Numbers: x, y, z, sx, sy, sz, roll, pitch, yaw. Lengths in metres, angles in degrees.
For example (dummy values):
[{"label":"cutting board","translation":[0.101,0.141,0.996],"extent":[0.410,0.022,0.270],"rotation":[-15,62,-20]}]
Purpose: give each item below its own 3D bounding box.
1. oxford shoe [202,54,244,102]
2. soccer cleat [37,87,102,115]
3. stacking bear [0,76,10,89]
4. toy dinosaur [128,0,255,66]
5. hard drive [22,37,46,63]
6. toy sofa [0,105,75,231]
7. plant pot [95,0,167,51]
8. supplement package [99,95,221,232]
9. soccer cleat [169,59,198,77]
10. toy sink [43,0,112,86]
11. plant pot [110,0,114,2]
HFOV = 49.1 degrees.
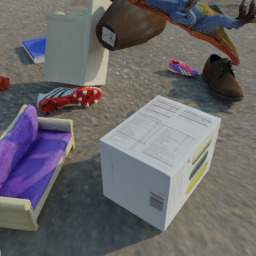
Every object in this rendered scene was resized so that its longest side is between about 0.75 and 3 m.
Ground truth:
[{"label":"oxford shoe","translation":[3.228,-1.804,9.662],"extent":[0.943,1.095,2.594],"rotation":[-4,39,-9]},{"label":"soccer cleat","translation":[-1.871,-1.021,8.954],"extent":[2.059,0.707,0.877],"rotation":[-16,44,-13]},{"label":"stacking bear","translation":[-4.762,-1.697,9.908],"extent":[1.165,0.707,0.662],"rotation":[15,-1,8]},{"label":"toy dinosaur","translation":[1.327,-2.348,6.045],"extent":[2.599,2.865,1.504],"rotation":[-3,36,7]},{"label":"hard drive","translation":[-3.789,-3.588,12.681],"extent":[1.472,0.283,2.231],"rotation":[-18,41,-23]},{"label":"toy sofa","translation":[-2.124,0.696,6.125],"extent":[1.134,1.337,2.739],"rotation":[5,36,7]},{"label":"plant pot","translation":[-0.037,-3.100,8.293],"extent":[1.715,1.715,1.835],"rotation":[25,54,29]},{"label":"supplement package","translation":[0.698,0.622,5.969],"extent":[1.585,1.597,2.104],"rotation":[24,43,29]},{"label":"soccer cleat","translation":[2.141,-2.317,10.846],"extent":[1.251,0.458,0.427],"rotation":[25,44,30]},{"label":"toy sink","translation":[-1.635,-2.896,9.251],"extent":[1.580,2.820,1.838],"rotation":[11,13,14]},{"label":"plant pot","translation":[0.150,-5.105,13.310],"extent":[2.310,2.400,2.400],"rotation":[-3,35,-24]}]
